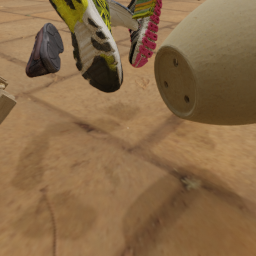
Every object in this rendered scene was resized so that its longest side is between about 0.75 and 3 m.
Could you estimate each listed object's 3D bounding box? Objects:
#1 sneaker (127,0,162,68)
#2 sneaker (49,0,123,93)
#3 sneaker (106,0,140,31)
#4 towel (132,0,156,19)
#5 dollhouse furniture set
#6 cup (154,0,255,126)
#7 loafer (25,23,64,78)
[{"bbox_3d":[0.322,-3.330,9.262,1.164,2.662,0.982,14,7,30],"label":"sneaker"},{"bbox_3d":[-0.599,-1.935,5.435,0.933,2.505,1.060,-14,15,34],"label":"sneaker"},{"bbox_3d":[-0.802,-3.397,8.386,2.395,1.043,0.892,21,20,-6],"label":"sneaker"},{"bbox_3d":[0.469,-3.302,6.266,0.150,1.665,0.717,10,4,-36],"label":"towel"},{"bbox_3d":[-3.540,-0.780,5.754,1.232,1.893,1.739,-52,38,2],"label":"dollhouse furniture set"},{"bbox_3d":[1.683,-1.145,5.312,1.971,2.756,2.756,-22,38,-18],"label":"cup"},{"bbox_3d":[-2.123,-1.985,7.034,0.730,0.833,2.317,-24,37,8],"label":"loafer"}]
